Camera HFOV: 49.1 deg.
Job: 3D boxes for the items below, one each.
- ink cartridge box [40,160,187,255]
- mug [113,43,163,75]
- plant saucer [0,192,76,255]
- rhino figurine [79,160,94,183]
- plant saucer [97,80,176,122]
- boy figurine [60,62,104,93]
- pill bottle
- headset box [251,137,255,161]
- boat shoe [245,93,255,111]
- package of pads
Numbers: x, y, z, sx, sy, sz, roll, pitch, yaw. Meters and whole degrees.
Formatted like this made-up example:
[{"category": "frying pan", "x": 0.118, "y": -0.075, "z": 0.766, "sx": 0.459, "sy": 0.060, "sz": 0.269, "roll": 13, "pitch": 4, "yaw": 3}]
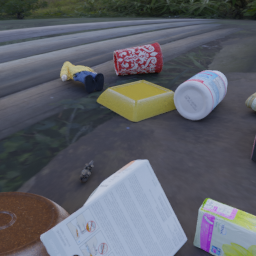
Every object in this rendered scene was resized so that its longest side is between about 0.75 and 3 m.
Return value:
[{"category": "ink cartridge box", "x": -0.141, "y": 1.704, "z": 4.406, "sx": 2.048, "sy": 1.661, "sz": 0.513, "roll": -31, "pitch": 8, "yaw": -30}, {"category": "mug", "x": 0.481, "y": -3.520, "z": 15.356, "sx": 2.398, "sy": 2.129, "sz": 1.600, "roll": -10, "pitch": 64, "yaw": -11}, {"category": "plant saucer", "x": -2.207, "y": 1.760, "z": 4.767, "sx": 2.780, "sy": 0.509, "sz": 2.780, "roll": 3, "pitch": 13, "yaw": -1}, {"category": "rhino figurine", "x": -1.017, "y": 1.062, "z": 7.001, "sx": 0.243, "sy": 0.355, "sz": 0.811, "roll": 26, "pitch": 28, "yaw": -3}, {"category": "plant saucer", "x": 0.482, "y": -1.275, "z": 11.337, "sx": 2.654, "sy": 0.643, "sz": 2.654, "roll": -18, "pitch": 32, "yaw": -33}, {"category": "boy figurine", "x": -2.466, "y": -2.515, "z": 13.462, "sx": 1.832, "sy": 0.949, "sz": 2.947, "roll": -19, "pitch": 31, "yaw": -38}, {"category": "pill bottle", "x": 2.886, "y": -1.379, "z": 10.664, "sx": 1.418, "sy": 1.418, "sz": 2.608, "roll": 16, "pitch": 30, "yaw": 29}, {"category": "headset box", "x": 4.735, "y": 0.237, "z": 7.841, "sx": 2.058, "sy": 1.038, "sz": 2.769, "roll": 14, "pitch": 30, "yaw": 26}, {"category": "boat shoe", "x": 5.632, "y": -1.392, "z": 11.133, "sx": 0.943, "sy": 1.094, "sz": 2.998, "roll": 24, "pitch": 42, "yaw": 31}, {"category": "package of pads", "x": 1.793, "y": 1.827, "z": 4.761, "sx": 1.247, "sy": 0.963, "sz": 0.425, "roll": 17, "pitch": 32, "yaw": 30}]
